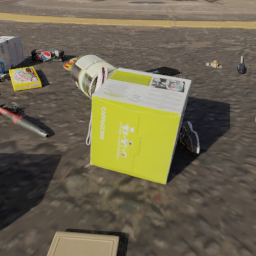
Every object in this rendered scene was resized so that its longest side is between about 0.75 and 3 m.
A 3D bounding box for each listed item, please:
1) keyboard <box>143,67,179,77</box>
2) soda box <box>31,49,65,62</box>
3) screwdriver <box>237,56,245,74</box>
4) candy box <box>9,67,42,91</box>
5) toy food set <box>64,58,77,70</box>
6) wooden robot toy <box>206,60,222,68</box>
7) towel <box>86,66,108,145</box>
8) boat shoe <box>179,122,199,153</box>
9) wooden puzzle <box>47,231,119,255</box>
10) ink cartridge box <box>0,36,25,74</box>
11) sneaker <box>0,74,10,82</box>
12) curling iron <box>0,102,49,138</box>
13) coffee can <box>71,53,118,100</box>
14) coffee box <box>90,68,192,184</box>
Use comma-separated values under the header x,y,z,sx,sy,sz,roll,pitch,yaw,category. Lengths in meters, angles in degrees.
x,y,z,sx,sy,sz,roll,pitch,yaw,category
1.163,-2.185,11.638,2.051,0.263,1.231,-20,30,-29,keyboard
-3.889,-3.530,13.648,1.500,0.475,0.531,1,31,3,soda box
5.242,-3.032,12.894,0.345,0.360,2.473,12,37,17,screwdriver
-4.181,-2.019,11.329,1.017,0.263,1.989,-16,34,-20,candy box
-2.390,-2.891,12.783,1.072,0.264,1.083,21,36,30,toy food set
3.982,-2.978,12.856,0.751,0.341,0.331,23,38,32,wooden robot toy
-0.828,-0.610,7.579,0.273,1.697,1.620,11,32,-9,towel
1.535,0.233,7.336,0.421,0.508,1.414,0,27,-1,boat shoe
-0.756,2.155,4.424,1.115,0.224,1.205,3,26,5,wooden puzzle
-5.584,-3.360,12.610,0.728,1.245,2.147,6,30,10,ink cartridge box
-5.231,-2.015,11.321,0.837,0.336,0.362,-11,26,-40,sneaker
-3.124,-0.279,8.359,2.485,0.318,0.616,26,39,36,curling iron
-1.023,-1.668,9.641,1.361,1.361,1.860,-16,34,-25,coffee can
0.294,-0.127,6.489,1.831,1.828,1.811,14,33,11,coffee box
